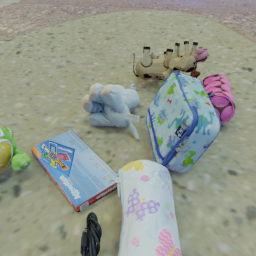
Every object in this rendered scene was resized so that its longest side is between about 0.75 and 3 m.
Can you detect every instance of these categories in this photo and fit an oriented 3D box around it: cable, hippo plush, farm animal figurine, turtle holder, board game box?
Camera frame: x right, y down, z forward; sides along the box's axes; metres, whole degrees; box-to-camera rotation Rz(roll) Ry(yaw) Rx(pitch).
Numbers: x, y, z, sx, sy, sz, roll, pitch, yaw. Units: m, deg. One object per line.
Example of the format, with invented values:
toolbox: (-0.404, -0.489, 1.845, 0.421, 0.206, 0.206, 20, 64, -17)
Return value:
cable: (-0.612, 2.096, 4.783, 0.306, 0.983, 1.205, 10, 51, -14)
hippo plush: (-0.271, -0.902, 8.756, 1.994, 1.589, 1.603, 15, 41, 20)
farm animal figurine: (1.517, -2.176, 10.403, 2.823, 1.488, 2.854, 7, 4, 17)
turtle holder: (-3.379, 0.650, 6.656, 1.389, 1.828, 1.298, -46, 8, -1)
board game box: (-1.411, 0.978, 7.322, 1.312, 0.248, 2.549, -26, 44, -29)

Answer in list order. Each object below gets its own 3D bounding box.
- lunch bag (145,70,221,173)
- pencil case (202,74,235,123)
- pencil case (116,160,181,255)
lunch bag: (1.284, -0.168, 7.335, 0.994, 1.937, 2.410, 16, 38, -19)
pencil case: (2.876, -1.062, 9.306, 1.106, 1.071, 2.361, -12, 21, 21)
pencil case: (0.346, 1.846, 5.276, 1.203, 1.102, 2.651, 26, 36, -22)
